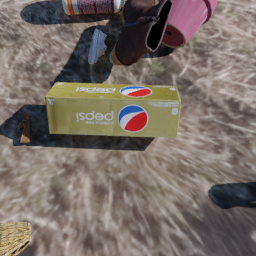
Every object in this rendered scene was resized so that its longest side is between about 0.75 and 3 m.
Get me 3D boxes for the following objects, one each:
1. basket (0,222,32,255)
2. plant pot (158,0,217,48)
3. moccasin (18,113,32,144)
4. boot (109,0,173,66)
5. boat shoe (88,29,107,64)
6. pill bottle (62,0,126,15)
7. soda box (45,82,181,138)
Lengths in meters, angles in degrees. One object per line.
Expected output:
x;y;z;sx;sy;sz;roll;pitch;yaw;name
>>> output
-2.131;2.193;5.197;0.625;0.876;0.653;9;50;-28;basket
1.497;-3.298;8.173;1.729;1.729;1.548;25;78;14;plant pot
-2.541;0.006;6.886;0.318;0.301;0.824;1;67;-18;moccasin
0.526;-2.792;7.108;0.946;2.176;2.616;27;79;-25;boot
-0.836;-2.344;8.082;0.455;0.513;1.393;15;55;-16;boat shoe
-0.909;-4.332;8.883;2.275;1.299;1.299;-3;59;-2;pill bottle
-0.327;-0.437;6.521;2.944;0.942;0.997;1;28;2;soda box
